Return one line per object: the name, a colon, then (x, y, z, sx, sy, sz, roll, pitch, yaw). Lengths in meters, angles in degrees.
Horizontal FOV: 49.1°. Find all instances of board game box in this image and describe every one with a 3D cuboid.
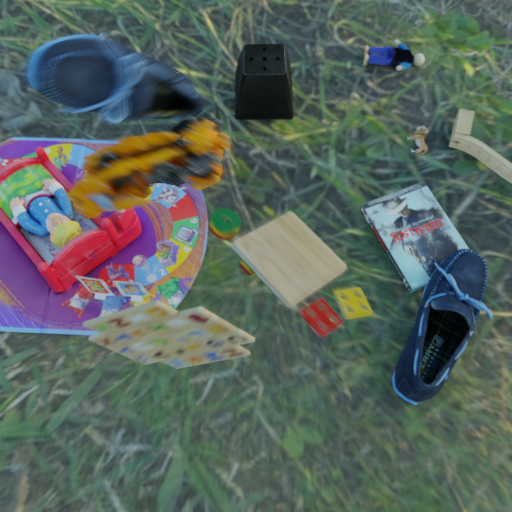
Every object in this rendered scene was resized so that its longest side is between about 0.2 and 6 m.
board game box: (-3.784, -0.794, 10.777, 5.646, 1.099, 4.461, 3, 63, 1)

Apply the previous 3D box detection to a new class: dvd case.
dvd case: (3.180, -0.410, 11.070, 1.492, 0.225, 2.044, -20, 64, -10)

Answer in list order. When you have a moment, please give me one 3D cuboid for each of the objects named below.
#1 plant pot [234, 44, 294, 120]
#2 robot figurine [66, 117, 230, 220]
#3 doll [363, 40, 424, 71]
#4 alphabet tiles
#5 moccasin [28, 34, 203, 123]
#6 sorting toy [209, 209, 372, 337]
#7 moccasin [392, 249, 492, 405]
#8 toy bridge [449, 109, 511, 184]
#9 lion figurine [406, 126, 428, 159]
plant pot: (0.171, -3.888, 12.330, 1.329, 1.182, 1.332, -1, 64, 0)
robot figurine: (-1.680, -1.498, 9.325, 2.687, 0.782, 1.948, -13, 38, 10)
doll: (3.270, -4.717, 13.225, 1.404, 0.340, 0.958, 7, 63, 4)
alphabet tiles: (-1.187, 1.130, 7.595, 2.156, 1.794, 0.068, -18, 51, 34)
moccasin: (-2.082, -2.891, 9.301, 1.108, 1.307, 3.249, 38, 32, 25)
sorting toy: (0.525, 0.167, 8.489, 1.282, 0.450, 2.659, -30, 67, -35)
moccasin: (3.432, 1.167, 9.725, 1.243, 1.054, 3.090, 24, 68, 4)
toy bridge: (6.091, -1.953, 11.681, 4.056, 0.552, 1.363, 17, 67, 8)
lion figurine: (3.556, -2.450, 12.135, 0.460, 0.272, 0.752, -6, 76, -11)
